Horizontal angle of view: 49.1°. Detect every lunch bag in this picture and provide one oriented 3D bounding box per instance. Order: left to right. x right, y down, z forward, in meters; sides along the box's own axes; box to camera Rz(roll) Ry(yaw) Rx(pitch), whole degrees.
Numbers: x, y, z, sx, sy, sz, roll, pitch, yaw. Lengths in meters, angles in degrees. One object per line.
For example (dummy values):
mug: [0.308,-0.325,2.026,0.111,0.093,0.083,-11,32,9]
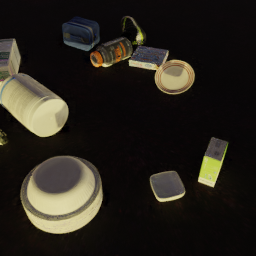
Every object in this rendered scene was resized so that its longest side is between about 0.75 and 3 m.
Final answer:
lunch bag: [-2.496,-5.004,15.051,1.941,1.319,1.284,20,47,18]

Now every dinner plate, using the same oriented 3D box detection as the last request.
dinner plate: [2.080,-2.261,12.536,1.730,0.210,1.730,-4,70,11]

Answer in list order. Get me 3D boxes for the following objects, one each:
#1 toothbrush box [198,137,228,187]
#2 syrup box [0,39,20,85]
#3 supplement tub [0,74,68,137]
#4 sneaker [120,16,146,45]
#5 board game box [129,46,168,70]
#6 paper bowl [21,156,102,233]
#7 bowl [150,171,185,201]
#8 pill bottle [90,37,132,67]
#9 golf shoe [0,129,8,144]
toothbrush box: [2.607,1.050,8.610,0.527,1.225,0.892,19,46,19]
syrup box: [-5.841,-3.078,13.142,1.073,1.109,2.724,-8,43,-7]
supplement tub: [-3.567,-0.902,10.461,1.593,1.593,2.414,-34,53,-31]
sneaker: [0.005,-5.518,15.853,1.131,0.979,2.731,-18,46,-18]
board game box: [1.075,-3.565,14.219,1.640,0.337,1.636,13,45,14]
paper bowl: [-1.874,1.697,7.981,2.238,1.164,2.238,0,42,0]
bowl: [1.167,1.800,8.460,0.921,0.344,0.920,-9,44,-11]
pill bottle: [-0.853,-3.694,13.826,2.023,1.074,1.074,-31,51,-28]
golf shoe: [-5.106,0.186,10.064,2.009,0.776,0.885,30,74,28]
